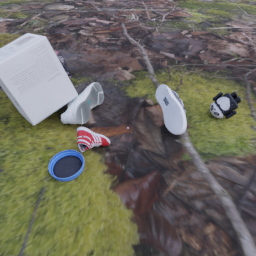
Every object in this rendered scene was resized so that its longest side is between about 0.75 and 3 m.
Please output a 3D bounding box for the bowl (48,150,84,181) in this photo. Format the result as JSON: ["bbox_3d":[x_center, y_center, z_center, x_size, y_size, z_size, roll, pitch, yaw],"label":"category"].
[{"bbox_3d":[-1.615,0.995,7.420,0.948,0.186,0.948,-4,45,4],"label":"bowl"}]

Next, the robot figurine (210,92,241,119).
[{"bbox_3d":[3.200,-0.756,9.221,1.003,0.626,0.753,-36,24,17],"label":"robot figurine"}]

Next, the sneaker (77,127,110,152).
[{"bbox_3d":[-0.973,0.444,7.857,1.118,0.398,0.629,26,48,-35],"label":"sneaker"}]

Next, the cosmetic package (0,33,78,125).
[{"bbox_3d":[-3.026,-1.568,8.749,1.738,2.089,1.749,-38,36,-19],"label":"cosmetic package"}]

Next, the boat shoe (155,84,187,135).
[{"bbox_3d":[1.500,-0.562,8.916,0.709,0.750,2.091,19,34,-31],"label":"boat shoe"}]

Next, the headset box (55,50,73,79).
[{"bbox_3d":[-2.923,-2.376,10.975,0.970,1.306,0.490,-34,17,-35],"label":"headset box"}]

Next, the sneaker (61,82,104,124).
[{"bbox_3d":[-1.530,-0.876,9.460,0.897,0.787,2.237,-8,29,28],"label":"sneaker"}]
